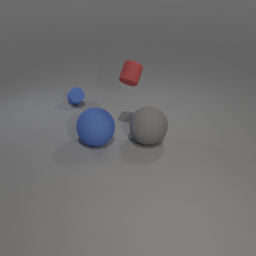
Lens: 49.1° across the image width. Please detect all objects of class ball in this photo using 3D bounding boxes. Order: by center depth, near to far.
[{"bbox_3d":[-1.171,-0.044,10.166,1.400,1.400,1.400,0,31,0],"label":"ball"},{"bbox_3d":[0.751,-0.092,10.196,1.400,1.400,1.400,0,31,0],"label":"ball"}]

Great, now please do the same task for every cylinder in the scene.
[{"bbox_3d":[0.108,-1.936,9.960,0.700,0.700,0.700,18,-8,3],"label":"cylinder"},{"bbox_3d":[-2.431,-1.483,12.996,0.700,0.700,0.700,-13,1,-20],"label":"cylinder"}]
